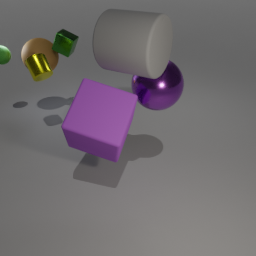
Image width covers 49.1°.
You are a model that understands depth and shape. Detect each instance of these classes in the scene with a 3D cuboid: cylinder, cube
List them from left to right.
[{"bbox_3d":[-2.968,-2.017,9.365,0.700,0.700,0.700,-26,-3,-1],"label":"cylinder"},{"bbox_3d":[-2.392,-3.247,10.695,0.700,0.700,0.700,25,32,-6],"label":"cube"},{"bbox_3d":[-0.680,-0.148,7.066,1.400,1.400,1.400,19,68,3],"label":"cube"},{"bbox_3d":[0.137,-1.947,6.458,1.400,1.400,1.400,16,33,25],"label":"cylinder"}]

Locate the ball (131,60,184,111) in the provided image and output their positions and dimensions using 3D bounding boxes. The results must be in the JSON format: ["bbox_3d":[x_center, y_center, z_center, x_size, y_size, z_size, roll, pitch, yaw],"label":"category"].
[{"bbox_3d":[0.786,-1.167,7.502,1.400,1.400,1.400,0,29,0],"label":"ball"}]

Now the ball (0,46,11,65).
[{"bbox_3d":[-4.866,-2.788,10.735,0.700,0.700,0.700,0,29,0],"label":"ball"}]

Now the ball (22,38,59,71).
[{"bbox_3d":[-3.450,-2.825,11.040,1.400,1.400,1.400,0,29,0],"label":"ball"}]
